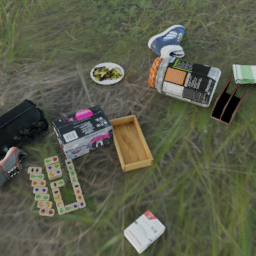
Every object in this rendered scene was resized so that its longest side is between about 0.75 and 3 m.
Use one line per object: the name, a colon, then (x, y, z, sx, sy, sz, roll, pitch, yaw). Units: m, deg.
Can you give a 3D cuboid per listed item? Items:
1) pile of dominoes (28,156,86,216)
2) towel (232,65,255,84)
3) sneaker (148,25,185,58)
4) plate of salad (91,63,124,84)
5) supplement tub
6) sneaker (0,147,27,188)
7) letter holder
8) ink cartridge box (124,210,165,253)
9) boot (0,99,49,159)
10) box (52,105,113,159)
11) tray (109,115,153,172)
pile of dominoes: (-2.261, 1.800, 8.800, 1.426, 0.291, 1.829, -15, 65, -20)
towel: (5.770, -2.408, 12.302, 2.138, 0.250, 1.631, 2, 37, 13)
sneaker: (2.299, -3.993, 13.544, 2.311, 0.931, 1.692, -30, 61, -24)
plate of salad: (-0.936, -2.529, 12.659, 1.511, 0.363, 1.511, 0, 51, 0)
supplement tub: (2.263, -1.941, 11.375, 2.599, 1.592, 1.592, 20, 53, 15)
sneaker: (-3.901, 1.334, 9.349, 0.667, 0.628, 1.629, 14, 52, 3)
letter holder: (4.029, -1.147, 10.997, 0.830, 1.173, 1.650, 27, 55, 20)
ink cartridge box: (0.473, 2.991, 8.095, 0.971, 0.402, 0.712, -33, 58, -24)
boot: (-4.591, -0.295, 10.374, 2.910, 1.077, 2.385, 40, 62, 21)
box: (-1.576, 0.175, 10.005, 1.799, 1.032, 1.189, -23, 56, -17)
tray: (0.059, 0.505, 10.156, 1.054, 0.396, 2.138, -13, 51, -10)
